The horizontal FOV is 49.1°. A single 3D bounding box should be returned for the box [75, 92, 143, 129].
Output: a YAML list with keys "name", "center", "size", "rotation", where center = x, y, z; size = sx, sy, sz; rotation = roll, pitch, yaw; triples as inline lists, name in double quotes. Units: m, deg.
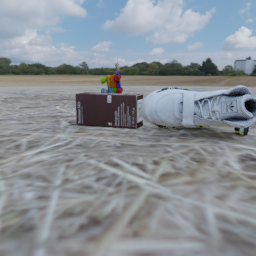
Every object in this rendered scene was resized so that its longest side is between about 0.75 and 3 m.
- name: "box"
  center: [-0.602, -0.604, 9.079]
  size: [2.112, 1.057, 0.791]
  rotation: [3, 11, 20]

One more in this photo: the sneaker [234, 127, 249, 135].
- name: "sneaker"
  center: [3.211, -0.025, 7.918]
  size: [0.368, 0.319, 0.888]
  rotation: [4, 13, 27]

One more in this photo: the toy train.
- name: "toy train"
  center: [-0.617, -1.709, 9.578]
  size: [0.747, 1.291, 0.546]
  rotation: [-7, 17, 4]

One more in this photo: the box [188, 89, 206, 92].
- name: "box"
  center: [2.254, -0.833, 10.044]
  size: [1.591, 0.988, 1.604]
  rotation: [7, 16, 11]

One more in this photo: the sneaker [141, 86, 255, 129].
- name: "sneaker"
  center: [1.932, -0.550, 7.086]
  size: [2.998, 1.127, 1.723]
  rotation: [0, -1, -19]

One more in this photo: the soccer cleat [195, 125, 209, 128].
- name: "soccer cleat"
  center: [1.779, -0.457, 8.606]
  size: [1.925, 0.650, 0.780]
  rotation: [5, 37, -5]
